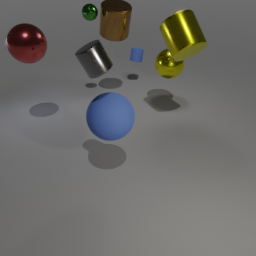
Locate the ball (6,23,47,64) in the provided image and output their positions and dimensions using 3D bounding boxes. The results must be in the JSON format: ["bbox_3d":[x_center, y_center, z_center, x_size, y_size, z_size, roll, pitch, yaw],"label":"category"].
[{"bbox_3d":[-3.637,-3.037,10.107,1.400,1.400,1.400,0,30,0],"label":"ball"}]

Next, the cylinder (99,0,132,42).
[{"bbox_3d":[-0.586,-4.952,12.872,1.400,1.400,1.400,5,47,-5],"label":"cylinder"}]

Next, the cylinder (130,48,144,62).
[{"bbox_3d":[0.502,-4.161,15.921,0.700,0.700,0.700,8,21,-3],"label":"cylinder"}]

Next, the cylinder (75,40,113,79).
[{"bbox_3d":[-0.837,-1.706,6.956,0.700,0.700,0.700,-23,30,14],"label":"cylinder"}]

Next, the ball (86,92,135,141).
[{"bbox_3d":[-0.503,-0.330,8.083,1.400,1.400,1.400,0,30,0],"label":"ball"}]

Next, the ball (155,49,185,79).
[{"bbox_3d":[1.951,-3.019,13.161,1.400,1.400,1.400,0,30,0],"label":"ball"}]

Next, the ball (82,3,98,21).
[{"bbox_3d":[-1.658,-5.027,12.163,0.700,0.700,0.700,0,30,0],"label":"ball"}]

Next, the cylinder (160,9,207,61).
[{"bbox_3d":[2.101,-3.495,10.685,1.400,1.400,1.400,-21,-7,-3],"label":"cylinder"}]
